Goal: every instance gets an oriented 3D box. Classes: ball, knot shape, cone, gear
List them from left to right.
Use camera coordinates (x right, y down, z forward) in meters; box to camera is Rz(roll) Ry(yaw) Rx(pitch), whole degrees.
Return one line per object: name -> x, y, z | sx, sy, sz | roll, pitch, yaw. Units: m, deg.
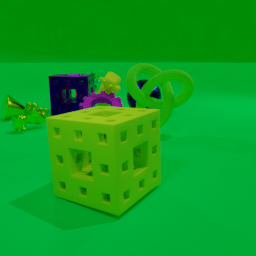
cone -> -3.674, -0.627, 9.384 | 0.869, 0.866, 0.866 | 9, 7, -34
gear -> -0.843, -0.648, 8.830 | 1.339, 0.248, 1.339 | -1, 46, 1
ball -> 0.575, -1.109, 10.041 | 1.251, 1.251, 1.251 | 0, 14, 0
knot shape -> 0.869, -0.910, 7.140 | 1.621, 1.732, 0.800 | -14, 5, 10

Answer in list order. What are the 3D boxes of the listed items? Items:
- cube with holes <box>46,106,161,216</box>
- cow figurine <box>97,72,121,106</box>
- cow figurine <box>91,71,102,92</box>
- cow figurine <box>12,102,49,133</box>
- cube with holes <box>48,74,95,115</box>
cube with holes -> -0.312, 0.367, 4.228 | 1.193, 1.193, 1.193 | 6, 15, 33
cow figurine -> -0.715, -1.266, 9.517 | 0.733, 1.336, 1.314 | 34, 20, 2
cow figurine -> -1.612, -1.640, 11.799 | 0.683, 1.225, 1.245 | 26, 51, -12
cow figurine -> -2.784, -0.243, 7.952 | 0.531, 0.952, 0.968 | 8, -13, 35
cube with holes -> -2.006, -1.270, 10.342 | 1.368, 1.368, 1.368 | 1, 14, 2
